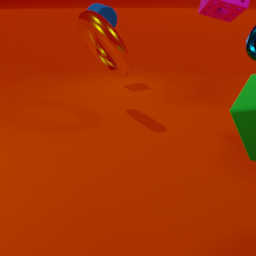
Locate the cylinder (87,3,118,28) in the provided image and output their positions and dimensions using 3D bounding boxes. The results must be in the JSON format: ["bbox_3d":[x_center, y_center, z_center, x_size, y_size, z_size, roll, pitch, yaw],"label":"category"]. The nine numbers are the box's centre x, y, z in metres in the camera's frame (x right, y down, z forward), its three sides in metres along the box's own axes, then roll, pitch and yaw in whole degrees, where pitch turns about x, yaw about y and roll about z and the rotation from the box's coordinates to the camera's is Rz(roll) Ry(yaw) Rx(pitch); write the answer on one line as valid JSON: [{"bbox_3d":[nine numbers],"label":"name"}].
[{"bbox_3d":[-0.988,-4.089,10.398,0.911,0.911,0.911,-14,34,-26],"label":"cylinder"}]

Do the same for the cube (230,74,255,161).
[{"bbox_3d":[2.146,-0.179,3.847,0.947,0.947,0.947,-3,36,48],"label":"cube"}]

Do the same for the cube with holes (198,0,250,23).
[{"bbox_3d":[2.658,-3.660,7.632,0.993,0.993,0.993,13,-1,-5],"label":"cube with holes"}]

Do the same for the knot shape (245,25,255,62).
[{"bbox_3d":[3.094,-1.772,5.736,0.714,1.446,1.545,-26,70,0],"label":"knot shape"}]

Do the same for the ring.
[{"bbox_3d":[-0.627,-2.196,7.545,0.408,2.038,2.038,-40,37,-10],"label":"ring"}]
